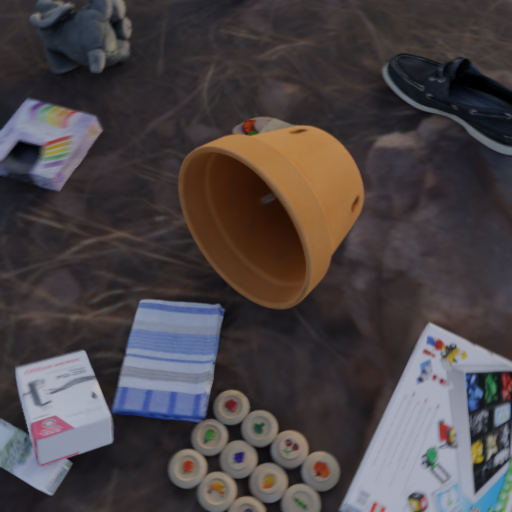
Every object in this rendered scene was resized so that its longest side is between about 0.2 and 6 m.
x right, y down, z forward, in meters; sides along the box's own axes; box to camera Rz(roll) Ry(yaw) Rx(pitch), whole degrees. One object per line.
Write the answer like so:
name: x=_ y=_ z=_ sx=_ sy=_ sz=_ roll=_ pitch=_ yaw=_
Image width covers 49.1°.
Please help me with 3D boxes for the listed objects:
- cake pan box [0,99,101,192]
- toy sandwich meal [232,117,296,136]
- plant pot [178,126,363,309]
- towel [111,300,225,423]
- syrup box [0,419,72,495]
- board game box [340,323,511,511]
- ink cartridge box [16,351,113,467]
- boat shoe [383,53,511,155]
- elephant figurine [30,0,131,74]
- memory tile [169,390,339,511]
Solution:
cake pan box: x=-3.830 y=-1.974 z=9.985 sx=1.495 sy=0.424 sz=1.623 roll=17 pitch=61 yaw=14
toy sandwich meal: x=0.172 y=-2.141 z=10.093 sx=1.309 sy=0.448 sz=1.309 roll=0 pitch=58 yaw=0
plant pot: x=0.354 y=-0.739 z=8.130 sx=2.522 sy=2.522 sz=1.765 roll=40 pitch=55 yaw=22
towel: x=-1.215 y=1.418 z=7.928 sx=1.315 sy=0.213 sz=1.791 roll=5 pitch=54 yaw=4
syrup box: x=-2.988 y=2.531 z=7.125 sx=1.161 sy=0.473 sz=0.457 roll=25 pitch=62 yaw=12
board game box: x=2.477 y=2.421 z=7.186 sx=1.757 sy=0.482 sz=2.783 roll=27 pitch=62 yaw=16
ink cartridge box: x=-2.474 y=1.906 z=7.187 sx=0.926 sy=0.539 sz=1.272 roll=-12 pitch=37 yaw=-27
boat shoe: x=3.774 y=-3.109 z=10.347 sx=1.182 sy=1.049 sz=3.163 roll=-35 pitch=64 yaw=-20
elephant figurine: x=-3.738 y=-4.401 z=11.118 sx=2.207 sy=1.562 sz=1.713 roll=5 pitch=15 yaw=13
memory tile: x=-0.032 y=2.750 z=7.176 sx=1.926 sy=0.162 sz=1.476 roll=31 pitch=63 yaw=18
